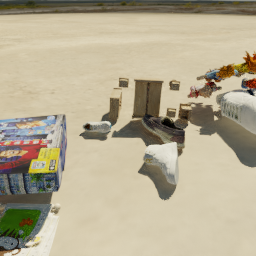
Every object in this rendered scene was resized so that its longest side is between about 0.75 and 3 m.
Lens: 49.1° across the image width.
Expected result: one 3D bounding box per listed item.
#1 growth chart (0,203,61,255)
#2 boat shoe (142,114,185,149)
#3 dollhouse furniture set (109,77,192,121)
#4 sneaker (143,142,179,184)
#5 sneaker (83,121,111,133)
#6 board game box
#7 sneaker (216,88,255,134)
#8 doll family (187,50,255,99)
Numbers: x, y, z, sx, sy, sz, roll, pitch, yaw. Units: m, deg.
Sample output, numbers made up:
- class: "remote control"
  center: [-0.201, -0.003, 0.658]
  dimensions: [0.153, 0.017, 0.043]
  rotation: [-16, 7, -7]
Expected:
- class: "growth chart"
  center: [-1.628, 1.617, 4.082]
  dimensions: [1.256, 0.154, 1.735]
  rotation: [-2, 22, -6]
- class: "boat shoe"
  center: [0.900, -0.040, 6.945]
  dimensions: [0.590, 0.532, 1.641]
  rotation: [5, 22, -28]
- class: "dollhouse furniture set"
  center: [0.652, -0.908, 8.067]
  dimensions: [2.266, 1.174, 1.003]
  rotation: [3, 23, 2]
- class: "sneaker"
  center: [0.659, 0.730, 5.707]
  dimensions: [0.725, 0.462, 1.255]
  rotation: [-5, 24, 11]
- class: "sneaker"
  center: [-0.792, -0.014, 7.197]
  dimensions: [0.791, 0.303, 0.320]
  rotation: [-1, 9, 27]
- class: "board game box"
  center: [-2.552, 0.528, 5.271]
  dimensions: [2.634, 0.813, 2.635]
  rotation: [-2, 22, -8]
- class: "sneaker"
  center: [3.042, -0.455, 7.454]
  dimensions: [1.077, 1.022, 2.675]
  rotation: [5, 16, 8]
- class: "doll family"
  center: [3.060, -1.610, 8.407]
  dimensions: [2.695, 1.215, 1.673]
  rotation: [-8, 8, 3]
